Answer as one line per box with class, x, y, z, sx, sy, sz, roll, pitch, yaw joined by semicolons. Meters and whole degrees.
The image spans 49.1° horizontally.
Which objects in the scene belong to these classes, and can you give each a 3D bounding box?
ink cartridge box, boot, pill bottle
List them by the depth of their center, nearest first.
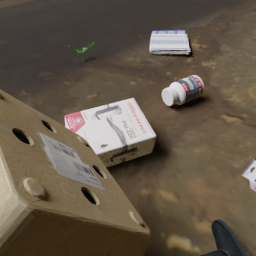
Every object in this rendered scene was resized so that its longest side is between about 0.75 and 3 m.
boot;1.416;2.065;4.556;0.882;0.398;1.076;-17;39;-13
ink cartridge box;3.146;1.243;5.968;1.319;0.259;0.656;33;50;30
ink cartridge box;-0.435;0.158;6.671;1.820;0.772;1.325;-15;56;-19
pill bottle;1.630;-1.089;8.361;1.162;0.695;0.695;-24;46;-24

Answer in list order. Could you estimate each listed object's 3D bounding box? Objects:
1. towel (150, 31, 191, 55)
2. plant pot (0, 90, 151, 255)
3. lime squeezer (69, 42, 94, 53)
towel;1.717;-3.559;11.596;1.593;0.258;2.168;2;39;6
plant pot;-1.536;1.222;3.221;2.571;2.900;2.904;-47;49;4
lime squeezer;-1.711;-2.977;10.453;0.986;0.348;0.186;-15;21;-23
